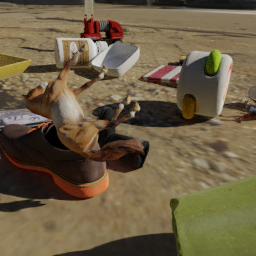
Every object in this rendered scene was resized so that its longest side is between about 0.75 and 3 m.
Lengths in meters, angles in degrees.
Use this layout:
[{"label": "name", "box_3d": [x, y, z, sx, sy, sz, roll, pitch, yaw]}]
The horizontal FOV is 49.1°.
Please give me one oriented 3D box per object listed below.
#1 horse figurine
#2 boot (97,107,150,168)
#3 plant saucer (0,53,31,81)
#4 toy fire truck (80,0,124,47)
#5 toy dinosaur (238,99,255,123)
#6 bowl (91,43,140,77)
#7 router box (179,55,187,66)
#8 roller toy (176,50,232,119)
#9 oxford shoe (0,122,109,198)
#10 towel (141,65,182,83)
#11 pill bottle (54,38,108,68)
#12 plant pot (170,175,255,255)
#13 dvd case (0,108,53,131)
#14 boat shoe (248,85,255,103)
[{"label": "horse figurine", "box_3d": [-0.743, -0.271, 4.436, 1.510, 0.569, 2.278, -40, 67, 2]}, {"label": "boot", "box_3d": [-0.098, 0.178, 5.789, 1.214, 1.001, 0.399, 20, 16, 38]}, {"label": "plant saucer", "box_3d": [-5.606, -2.309, 11.001, 2.611, 0.633, 2.611, 17, 32, 29]}, {"label": "toy fire truck", "box_3d": [-1.522, -5.654, 15.334, 2.282, 2.592, 1.668, -11, 30, -20]}, {"label": "toy dinosaur", "box_3d": [3.630, -0.416, 7.715, 1.011, 1.114, 0.585, 31, 7, -14]}, {"label": "bowl", "box_3d": [-0.463, -2.711, 11.381, 1.664, 0.621, 1.662, 22, 59, 37]}, {"label": "router box", "box_3d": [3.004, -2.971, 12.569, 1.358, 0.355, 1.067, 6, 28, 11]}, {"label": "roller toy", "box_3d": [2.036, -1.193, 7.694, 1.285, 1.839, 1.677, 13, 15, 21]}, {"label": "oxford shoe", "box_3d": [-1.558, 0.262, 5.508, 2.934, 1.064, 1.044, 17, 32, 30]}, {"label": "towel", "box_3d": [1.958, -2.028, 10.789, 2.399, 0.273, 1.728, 12, 31, 30]}, {"label": "pill bottle", "box_3d": [-2.018, -3.245, 12.123, 2.165, 1.238, 1.238, -6, 28, -20]}, {"label": "plant pot", "box_3d": [1.444, 1.287, 2.907, 1.858, 2.020, 2.020, -10, 27, 6]}, {"label": "dvd case", "box_3d": [-2.846, -0.274, 7.335, 1.783, 0.142, 1.326, -8, 22, -23]}, {"label": "boat shoe", "box_3d": [4.244, -0.713, 8.035, 1.619, 0.598, 0.488, 30, 2, 34]}]
